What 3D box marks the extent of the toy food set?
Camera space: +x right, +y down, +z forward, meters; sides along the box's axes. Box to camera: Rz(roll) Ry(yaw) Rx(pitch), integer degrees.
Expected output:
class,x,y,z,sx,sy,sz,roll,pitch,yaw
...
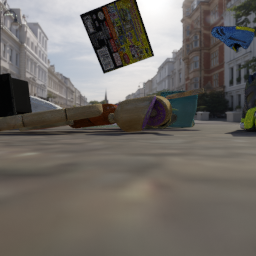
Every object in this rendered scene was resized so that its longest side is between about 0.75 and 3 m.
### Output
class,x,y,z,sx,sy,sz,roll,pitch,yaw
toy food set,-0.391,-0.139,4.292,2.851,0.449,1.812,-9,4,-6

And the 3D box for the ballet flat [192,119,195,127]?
class,x,y,z,sx,sy,sz,roll,pitch,yaw
ballet flat,2.145,-0.211,10.080,0.423,0.423,1.219,0,1,9

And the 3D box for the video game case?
class,x,y,z,sx,sy,sz,roll,pitch,yaw
video game case,-0.343,-3.199,9.708,1.961,2.170,0.277,-17,24,13

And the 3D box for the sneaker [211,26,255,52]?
class,x,y,z,sx,sy,sz,roll,pitch,yaw
sneaker,3.881,-3.442,10.788,0.722,0.858,2.189,3,17,-23

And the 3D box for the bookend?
class,x,y,z,sx,sy,sz,roll,pitch,yaw
bookend,-2.209,-0.382,4.818,1.455,0.674,1.464,-8,0,11

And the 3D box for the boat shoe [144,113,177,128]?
class,x,y,z,sx,sy,sz,roll,pitch,yaw
boat shoe,0.892,-0.203,7.370,1.277,0.456,0.382,-8,6,-39

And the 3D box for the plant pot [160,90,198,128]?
class,x,y,z,sx,sy,sz,roll,pitch,yaw
plant pot,1.559,-0.549,8.598,1.151,1.082,1.151,1,1,0

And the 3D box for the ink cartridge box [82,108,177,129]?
class,x,y,z,sx,sy,sz,roll,pitch,yaw
ink cartridge box,0.089,-0.226,6.817,2.007,0.481,1.460,0,1,22

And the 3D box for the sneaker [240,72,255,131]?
class,x,y,z,sx,sy,sz,roll,pitch,yaw
sneaker,2.568,-0.485,5.119,0.959,1.050,2.595,0,1,18

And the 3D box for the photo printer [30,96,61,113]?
class,x,y,z,sx,sy,sz,roll,pitch,yaw
photo printer,-3.912,-0.773,11.875,2.325,0.971,2.795,18,-1,-6
